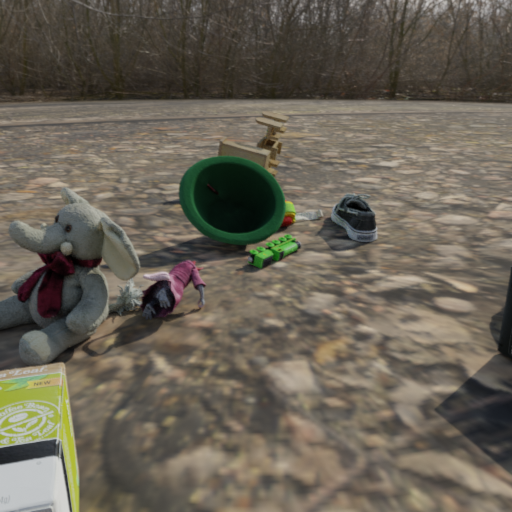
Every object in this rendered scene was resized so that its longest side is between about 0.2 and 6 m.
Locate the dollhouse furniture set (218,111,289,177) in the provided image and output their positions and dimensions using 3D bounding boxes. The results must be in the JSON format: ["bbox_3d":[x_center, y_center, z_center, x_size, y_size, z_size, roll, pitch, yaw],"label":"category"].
[{"bbox_3d":[-0.097,-2.675,14.173,1.213,1.600,1.826,17,33,10],"label":"dollhouse furniture set"}]

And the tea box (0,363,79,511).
[{"bbox_3d":[-1.893,1.519,3.356,1.521,1.016,1.496,-6,19,-16],"label":"tea box"}]

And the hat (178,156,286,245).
[{"bbox_3d":[-0.524,-0.613,10.427,2.173,1.800,1.913,-1,-25,-20],"label":"hat"}]

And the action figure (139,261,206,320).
[{"bbox_3d":[-1.078,0.320,7.235,0.755,0.839,1.127,3,33,27],"label":"action figure"}]

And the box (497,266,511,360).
[{"bbox_3d":[3.508,0.756,5.482,1.266,1.059,1.704,-7,20,-20],"label":"box"}]

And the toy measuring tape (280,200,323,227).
[{"bbox_3d":[0.754,-0.854,10.945,1.462,0.538,0.538,-5,20,-25],"label":"toy measuring tape"}]

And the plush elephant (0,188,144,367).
[{"bbox_3d":[-2.222,0.095,6.578,2.051,1.588,1.689,-16,25,-39],"label":"plush elephant"}]

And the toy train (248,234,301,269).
[{"bbox_3d":[0.325,-0.077,9.147,0.355,0.262,1.258,24,29,29],"label":"toy train"}]

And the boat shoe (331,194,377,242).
[{"bbox_3d":[1.870,-0.860,10.735,0.713,0.660,1.931,0,19,1],"label":"boat shoe"}]
